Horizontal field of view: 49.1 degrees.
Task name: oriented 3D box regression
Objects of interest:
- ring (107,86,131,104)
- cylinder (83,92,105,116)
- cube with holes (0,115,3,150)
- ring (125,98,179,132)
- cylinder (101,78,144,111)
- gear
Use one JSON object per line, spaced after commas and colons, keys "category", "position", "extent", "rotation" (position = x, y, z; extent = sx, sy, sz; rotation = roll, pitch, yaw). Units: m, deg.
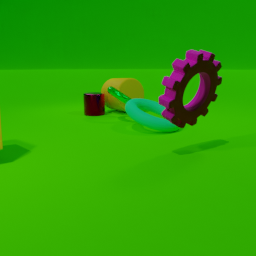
{"category": "ring", "position": [-0.159, -1.063, 9.914], "extent": [1.317, 0.263, 1.317], "rotation": [32, 5, -3]}
{"category": "cylinder", "position": [-1.343, -0.962, 11.182], "extent": [0.850, 0.850, 0.850], "rotation": [0, 13, 0]}
{"category": "cube with holes", "position": [-3.285, 0.010, 5.827], "extent": [1.033, 1.033, 1.033], "rotation": [-3, -6, -34]}
{"category": "ring", "position": [0.801, -0.433, 8.817], "extent": [1.855, 0.371, 1.855], "rotation": [16, 23, -7]}
{"category": "cylinder", "position": [-0.239, -1.396, 11.691], "extent": [1.345, 1.345, 1.345], "rotation": [-9, 13, -33]}
{"category": "gear", "position": [1.385, -0.825, 6.078], "extent": [1.669, 1.669, 0.309], "rotation": [-10, 31, -38]}
